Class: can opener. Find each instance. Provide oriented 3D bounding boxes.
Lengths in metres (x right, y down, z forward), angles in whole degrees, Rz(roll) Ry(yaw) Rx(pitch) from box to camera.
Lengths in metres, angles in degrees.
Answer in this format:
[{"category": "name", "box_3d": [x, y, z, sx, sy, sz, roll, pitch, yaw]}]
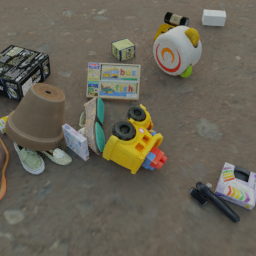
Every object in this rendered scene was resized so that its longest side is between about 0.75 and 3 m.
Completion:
[{"category": "can opener", "box_3d": [2.871, 2.407, 9.118, 1.749, 0.688, 0.554, 37, 19, 25]}]

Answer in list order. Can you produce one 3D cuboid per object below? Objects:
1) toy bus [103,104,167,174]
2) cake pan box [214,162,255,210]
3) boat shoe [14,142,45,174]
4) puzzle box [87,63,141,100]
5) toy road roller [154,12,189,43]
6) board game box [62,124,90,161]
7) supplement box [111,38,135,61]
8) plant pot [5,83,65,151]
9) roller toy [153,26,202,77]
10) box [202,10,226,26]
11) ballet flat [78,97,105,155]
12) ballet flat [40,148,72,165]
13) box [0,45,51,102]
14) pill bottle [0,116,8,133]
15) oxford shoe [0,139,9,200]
[{"category": "toy bus", "box_3d": [0.508, 0.531, 10.204, 2.166, 1.531, 2.256, 32, 51, 10]}, {"category": "cake pan box", "box_3d": [3.758, 1.940, 9.568, 1.265, 0.359, 1.373, 23, 52, 16]}, {"category": "boat shoe", "box_3d": [-3.731, 0.939, 10.296, 0.683, 0.589, 1.898, -33, 57, -26]}, {"category": "puzzle box", "box_3d": [-0.645, -2.100, 12.564, 2.367, 0.301, 1.575, 3, 89, 5]}, {"category": "toy road roller", "box_3d": [2.546, -5.213, 15.632, 1.315, 1.563, 2.141, 28, 91, 23]}, {"category": "board game box", "box_3d": [-1.918, 0.528, 10.328, 1.116, 1.119, 0.230, 35, 56, 26]}, {"category": "supplement box", "box_3d": [-0.245, -4.175, 14.902, 0.952, 0.639, 0.951, -24, 52, -21]}, {"category": "plant pot", "box_3d": [-3.143, -0.528, 10.254, 2.176, 1.898, 2.176, 22, 27, -12]}, {"category": "roller toy", "box_3d": [2.413, -3.773, 13.526, 1.578, 2.258, 2.060, -36, 48, -28]}, {"category": "box", "box_3d": [5.293, -6.786, 17.269, 1.301, 0.634, 0.809, 6, 48, 6]}, {"category": "ballet flat", "box_3d": [-1.455, -0.019, 11.083, 0.993, 1.005, 2.952, -16, 41, 12]}, {"category": "ballet flat", "box_3d": [-2.792, 0.899, 10.415, 1.544, 0.481, 0.521, 23, 53, 19]}, {"category": "box", "box_3d": [-5.144, -2.572, 12.920, 2.100, 1.104, 2.564, 16, 45, 8]}, {"category": "pill bottle", "box_3d": [-4.700, -0.246, 11.377, 1.068, 0.593, 0.593, -25, 53, -21]}, {"category": "oxford shoe", "box_3d": [-4.860, 1.095, 9.820, 1.068, 1.092, 2.995, -17, 50, -15]}]
